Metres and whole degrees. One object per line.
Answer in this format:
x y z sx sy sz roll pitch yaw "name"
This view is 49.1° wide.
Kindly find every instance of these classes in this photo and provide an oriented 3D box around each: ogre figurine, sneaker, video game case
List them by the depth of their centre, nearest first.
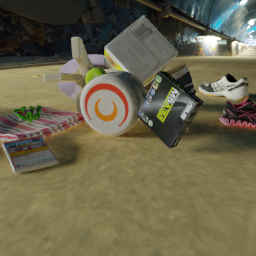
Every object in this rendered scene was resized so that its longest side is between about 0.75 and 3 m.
-2.321 0.580 6.577 0.954 0.116 1.334 -11 29 -31 "video game case"
-3.019 -0.427 8.519 0.819 0.402 0.491 2 54 -43 "ogre figurine"
3.977 -0.503 8.993 1.900 0.906 0.751 5 17 10 "sneaker"
1.415 -1.268 11.537 2.899 1.573 1.016 -30 20 6 "sneaker"
4.619 -2.072 13.499 0.981 1.137 2.593 -17 23 -38 "sneaker"

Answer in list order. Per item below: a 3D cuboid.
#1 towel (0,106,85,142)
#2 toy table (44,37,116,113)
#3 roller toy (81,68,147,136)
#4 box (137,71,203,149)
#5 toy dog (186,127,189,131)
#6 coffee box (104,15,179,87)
-2.932 -0.233 8.805 2.171 0.444 2.967 12 22 28 "towel"
-1.615 -1.900 10.592 2.904 2.670 1.701 -14 2 14 "toy table"
-0.365 -0.747 8.318 1.774 1.945 1.359 15 23 15 "roller toy"
0.969 -0.459 6.927 0.336 1.416 1.367 -8 45 -42 "box"
1.359 -0.256 8.727 0.784 0.572 1.188 -16 24 -40 "toy dog"
0.371 -2.463 9.930 1.754 1.751 1.734 -42 0 -9 "coffee box"
